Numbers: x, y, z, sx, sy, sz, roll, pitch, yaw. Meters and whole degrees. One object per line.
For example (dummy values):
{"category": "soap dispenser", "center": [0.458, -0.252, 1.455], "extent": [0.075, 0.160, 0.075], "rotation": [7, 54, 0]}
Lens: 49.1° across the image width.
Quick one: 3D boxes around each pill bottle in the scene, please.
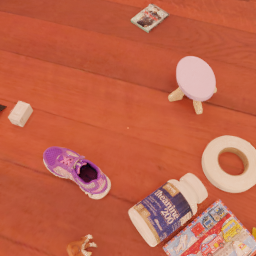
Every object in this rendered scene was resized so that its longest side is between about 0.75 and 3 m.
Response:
{"category": "pill bottle", "center": [1.260, 2.392, 8.534], "extent": [2.287, 1.269, 1.269], "rotation": [-32, 67, -16]}

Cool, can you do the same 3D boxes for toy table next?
{"category": "toy table", "center": [2.483, -1.576, 10.609], "extent": [1.893, 1.206, 2.059], "rotation": [-2, 58, 6]}

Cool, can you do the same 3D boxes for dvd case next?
{"category": "dvd case", "center": [1.041, -5.211, 13.219], "extent": [1.124, 0.169, 1.539], "rotation": [40, 68, 19]}

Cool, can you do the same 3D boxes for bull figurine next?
{"category": "bull figurine", "center": [-1.199, 3.950, 8.147], "extent": [0.960, 0.515, 1.581], "rotation": [-26, 66, -15]}

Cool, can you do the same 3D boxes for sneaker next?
{"category": "sneaker", "center": [-1.731, 1.278, 9.215], "extent": [2.589, 1.145, 1.041], "rotation": [29, 67, 16]}

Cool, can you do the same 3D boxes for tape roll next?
{"category": "tape roll", "center": [3.577, 1.216, 9.682], "extent": [2.012, 0.368, 2.012], "rotation": [0, 62, 1]}

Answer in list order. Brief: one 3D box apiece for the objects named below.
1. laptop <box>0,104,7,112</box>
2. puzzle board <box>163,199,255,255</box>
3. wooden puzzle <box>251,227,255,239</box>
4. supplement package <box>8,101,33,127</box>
{"category": "laptop", "center": [-5.235, -0.574, 10.822], "extent": [0.753, 0.466, 0.804], "rotation": [17, 35, 8]}
{"category": "puzzle board", "center": [2.542, 3.592, 8.442], "extent": [2.411, 0.210, 1.817], "rotation": [-35, 67, -14]}
{"category": "wooden puzzle", "center": [4.492, 3.922, 8.323], "extent": [1.904, 0.223, 1.284], "rotation": [27, 65, 13]}
{"category": "supplement package", "center": [-4.031, -0.529, 10.546], "extent": [0.481, 0.475, 0.793], "rotation": [18, 64, 10]}
